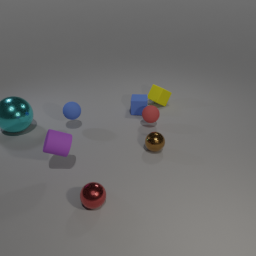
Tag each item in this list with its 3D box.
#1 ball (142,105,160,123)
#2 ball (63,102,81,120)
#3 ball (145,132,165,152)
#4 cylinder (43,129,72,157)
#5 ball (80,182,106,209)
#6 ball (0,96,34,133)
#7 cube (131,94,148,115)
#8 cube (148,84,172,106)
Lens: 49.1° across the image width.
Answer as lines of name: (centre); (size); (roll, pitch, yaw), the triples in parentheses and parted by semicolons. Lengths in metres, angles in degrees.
ball: (0.903, -0.545, 11.087); (0.700, 0.700, 0.700); (0, 30, 0)
ball: (-2.148, -0.663, 10.737); (0.700, 0.700, 0.700); (0, 30, 0)
ball: (0.931, 0.475, 9.664); (0.700, 0.700, 0.700); (0, 30, 0)
cylinder: (-2.083, 0.447, 8.285); (0.700, 0.700, 0.700); (15, 25, -20)
ball: (-0.925, 1.787, 7.440); (0.700, 0.700, 0.700); (0, 30, 0)
ball: (-4.353, -0.512, 10.711); (1.400, 1.400, 1.400); (0, 30, 0)
cube: (0.496, -1.022, 12.266); (0.700, 0.700, 0.700); (2, 31, 5)
cube: (1.436, -1.503, 12.880); (0.700, 0.700, 0.700); (16, 12, -45)
